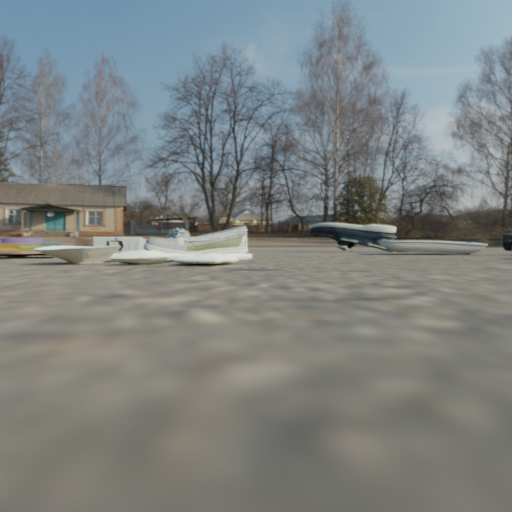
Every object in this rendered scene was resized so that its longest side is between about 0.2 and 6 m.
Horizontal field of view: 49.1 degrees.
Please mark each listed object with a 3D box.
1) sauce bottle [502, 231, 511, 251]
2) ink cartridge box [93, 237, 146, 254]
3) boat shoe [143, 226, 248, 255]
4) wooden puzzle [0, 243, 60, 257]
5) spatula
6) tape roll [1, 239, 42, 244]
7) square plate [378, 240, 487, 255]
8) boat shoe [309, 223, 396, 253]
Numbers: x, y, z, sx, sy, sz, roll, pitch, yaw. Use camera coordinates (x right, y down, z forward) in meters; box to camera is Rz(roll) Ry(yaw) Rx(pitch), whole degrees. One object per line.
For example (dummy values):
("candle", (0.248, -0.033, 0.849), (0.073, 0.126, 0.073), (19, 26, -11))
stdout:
("sauce bottle", (5.934, -0.313, 10.941), (2.087, 0.675, 0.675), (-1, 0, 42))
("ink cartridge box", (-2.601, -0.176, 10.723), (0.891, 0.369, 0.649), (0, 1, 1))
("boat shoe", (-0.923, -0.227, 8.760), (1.665, 0.534, 0.613), (1, 1, -18))
("wooden puzzle", (-3.975, -0.094, 9.013), (1.480, 0.175, 2.495), (-1, -1, -24))
("spatula", (-1.125, -0.024, 6.928), (2.031, 0.235, 2.921), (-1, 1, 9))
("tape roll", (-5.370, -0.215, 12.837), (0.872, 0.370, 0.872), (0, 1, 0))
("square plate", (3.817, -0.195, 12.459), (2.022, 0.290, 2.041), (2, 1, 7))
("boat shoe", (2.805, -0.545, 16.512), (2.666, 0.824, 0.998), (4, 6, 25))
